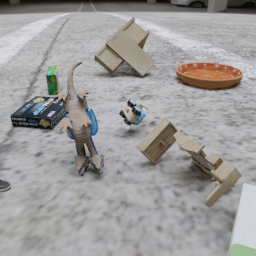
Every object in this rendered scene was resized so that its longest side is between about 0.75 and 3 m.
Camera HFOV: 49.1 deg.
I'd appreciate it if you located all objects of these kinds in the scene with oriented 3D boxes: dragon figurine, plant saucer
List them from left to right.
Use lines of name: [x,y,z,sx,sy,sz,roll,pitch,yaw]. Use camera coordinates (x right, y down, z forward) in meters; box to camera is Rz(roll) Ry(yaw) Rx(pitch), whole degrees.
dragon figurine: [-1.180,-0.213,6.784,0.813,1.374,2.764,-13,61,-5]
plant saucer: [3.737,-2.467,13.027,2.987,0.482,2.987,1,27,0]

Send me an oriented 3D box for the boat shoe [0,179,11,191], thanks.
boat shoe: [-2.979,1.207,6.172,0.786,0.255,0.283,5,28,10]

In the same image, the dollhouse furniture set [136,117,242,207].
dollhouse furniture set: [1.378,0.879,6.248,1.015,1.188,2.292,-47,38,-1]

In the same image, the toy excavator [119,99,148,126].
toy excavator: [0.300,-0.460,8.465,1.119,0.559,1.088,19,28,-38]

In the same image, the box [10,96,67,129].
box: [-2.851,-0.556,9.404,1.380,0.399,1.736,5,28,10]

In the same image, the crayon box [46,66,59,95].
crayon box: [-3.155,-2.017,11.769,0.405,0.826,1.391,-5,27,-10]

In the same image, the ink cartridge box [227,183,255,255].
ink cartridge box: [2.197,1.955,4.206,1.276,0.729,2.458,13,30,23]

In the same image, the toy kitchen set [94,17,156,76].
toy kitchen set: [0.042,-3.473,14.656,2.371,2.622,2.907,41,75,1]
